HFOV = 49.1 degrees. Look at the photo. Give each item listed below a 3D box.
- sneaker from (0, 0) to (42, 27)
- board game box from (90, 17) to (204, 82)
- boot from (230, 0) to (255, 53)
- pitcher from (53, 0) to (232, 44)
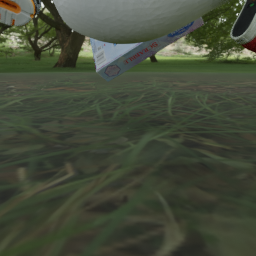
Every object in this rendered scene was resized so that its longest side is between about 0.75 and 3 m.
[{"bbox_3d":[-3.182,-3.017,6.089,2.725,1.067,1.053,25,31,-4],"label":"sneaker"},{"bbox_3d":[0.207,-2.998,7.395,2.765,2.771,0.570,-27,-34,21],"label":"board game box"},{"bbox_3d":[3.473,-2.604,6.100,1.699,2.356,0.853,23,9,-22],"label":"boot"},{"bbox_3d":[0.594,-2.223,3.817,2.836,1.719,2.433,-3,31,21],"label":"pitcher"}]
